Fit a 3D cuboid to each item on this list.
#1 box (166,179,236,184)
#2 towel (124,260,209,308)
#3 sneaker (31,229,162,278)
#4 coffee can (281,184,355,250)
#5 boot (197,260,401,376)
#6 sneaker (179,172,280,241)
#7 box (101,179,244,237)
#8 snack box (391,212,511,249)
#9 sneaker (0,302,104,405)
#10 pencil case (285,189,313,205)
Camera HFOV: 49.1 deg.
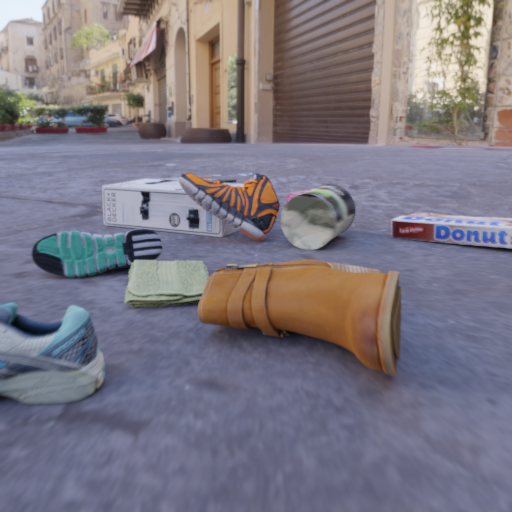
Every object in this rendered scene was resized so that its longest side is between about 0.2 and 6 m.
[{"bbox_3d":[-1.907,-2.072,17.095,1.773,0.489,2.596,6,11,20],"label":"box"},{"bbox_3d":[-1.268,0.364,8.234,1.263,0.311,1.703,-1,14,-9],"label":"towel"},{"bbox_3d":[-2.585,0.021,9.288,2.045,0.761,0.895,-2,-11,-9],"label":"sneaker"},{"bbox_3d":[1.269,-0.805,11.243,1.101,1.101,1.505,6,16,23],"label":"coffee can"},{"bbox_3d":[0.409,0.513,6.091,2.134,1.054,2.749,2,13,4],"label":"boot"},{"bbox_3d":[-0.462,-1.304,11.337,2.096,1.174,0.813,33,-9,-12],"label":"sneaker"},{"bbox_3d":[-1.780,-1.181,13.011,3.140,0.944,1.832,6,16,24],"label":"box"},{"bbox_3d":[4.602,-0.498,11.163,3.536,0.430,1.271,7,16,35],"label":"snack box"},{"bbox_3d":[-2.476,0.855,5.097,2.075,0.896,0.805,-4,15,-16],"label":"sneaker"},{"bbox_3d":[1.429,-1.400,14.318,1.388,0.607,0.607,-10,17,-32],"label":"pencil case"}]
